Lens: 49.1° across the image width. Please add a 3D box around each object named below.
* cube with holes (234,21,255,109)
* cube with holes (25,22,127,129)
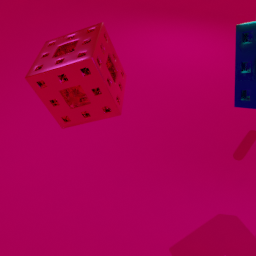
[{"bbox_3d":[2.626,-0.992,4.330,1.309,1.309,1.309,-11,14,-31],"label":"cube with holes"},{"bbox_3d":[-0.616,-0.682,3.738,0.883,0.883,0.883,-12,42,17],"label":"cube with holes"}]
